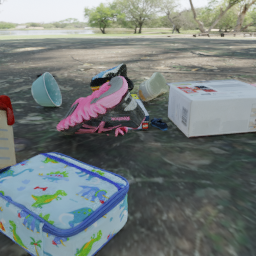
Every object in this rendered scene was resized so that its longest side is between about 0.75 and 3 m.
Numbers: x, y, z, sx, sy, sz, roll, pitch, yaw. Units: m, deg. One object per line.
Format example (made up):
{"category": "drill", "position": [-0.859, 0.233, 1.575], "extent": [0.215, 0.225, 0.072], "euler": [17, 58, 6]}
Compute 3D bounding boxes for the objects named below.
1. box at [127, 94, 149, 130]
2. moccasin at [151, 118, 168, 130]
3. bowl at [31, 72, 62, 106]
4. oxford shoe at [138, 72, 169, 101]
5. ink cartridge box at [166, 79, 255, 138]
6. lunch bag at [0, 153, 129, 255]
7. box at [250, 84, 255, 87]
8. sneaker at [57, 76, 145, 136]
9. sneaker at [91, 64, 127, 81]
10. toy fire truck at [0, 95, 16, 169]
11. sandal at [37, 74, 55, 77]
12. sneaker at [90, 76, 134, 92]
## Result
{"category": "box", "position": [-0.371, -0.596, 9.475], "extent": [1.727, 0.477, 2.529], "euler": [-3, 22, -7]}
{"category": "moccasin", "position": [0.997, -0.170, 8.709], "extent": [0.315, 0.267, 0.784], "euler": [-14, 26, -31]}
{"category": "bowl", "position": [-3.129, -1.359, 10.577], "extent": [0.704, 1.345, 1.345], "euler": [-17, 20, 10]}
{"category": "oxford shoe", "position": [1.091, -1.758, 11.967], "extent": [0.762, 0.992, 2.638], "euler": [-28, 6, 29]}
{"category": "ink cartridge box", "position": [2.772, -0.752, 8.968], "extent": [2.717, 1.139, 2.386], "euler": [-4, 22, -10]}
{"category": "lunch bag", "position": [-1.149, 1.161, 4.635], "extent": [2.136, 0.881, 1.717], "euler": [16, 24, 33]}
{"category": "box", "position": [5.042, -1.659, 12.118], "extent": [0.963, 0.494, 0.456], "euler": [5, 22, 13]}
{"category": "sneaker", "position": [-0.742, -0.185, 7.356], "extent": [2.997, 1.429, 1.184], "euler": [-18, 37, 48]}
{"category": "sneaker", "position": [-0.895, -2.616, 13.882], "extent": [1.149, 1.001, 2.554], "euler": [8, 23, 28]}
{"category": "toy fire truck", "position": [-3.865, 0.041, 6.815], "extent": [2.390, 1.747, 2.715], "euler": [-15, 16, -34]}
{"category": "sandal", "position": [-4.625, -2.965, 15.646], "extent": [1.249, 0.282, 0.469], "euler": [13, 25, 29]}
{"category": "sneaker", "position": [-0.578, -1.589, 11.422], "extent": [1.919, 0.863, 0.671], "euler": [5, 54, 23]}
